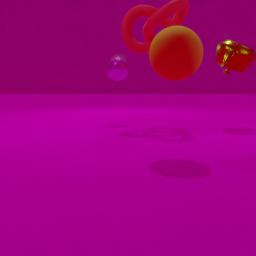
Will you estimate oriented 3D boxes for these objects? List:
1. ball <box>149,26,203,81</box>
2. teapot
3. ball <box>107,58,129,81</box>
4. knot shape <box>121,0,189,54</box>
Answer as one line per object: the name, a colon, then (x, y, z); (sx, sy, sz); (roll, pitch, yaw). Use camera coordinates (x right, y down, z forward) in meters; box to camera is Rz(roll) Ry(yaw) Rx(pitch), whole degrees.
ball: (0.763, -1.185, 4.481); (0.848, 0.848, 0.848); (0, 8, 0)
teapot: (3.038, -1.994, 8.105); (1.152, 0.907, 1.853); (30, 23, 23)
ball: (-0.323, -1.884, 9.017); (0.724, 0.724, 0.724); (0, 8, 0)
knot shape: (0.740, -2.789, 7.971); (1.869, 0.923, 1.997); (-1, -34, -2)
